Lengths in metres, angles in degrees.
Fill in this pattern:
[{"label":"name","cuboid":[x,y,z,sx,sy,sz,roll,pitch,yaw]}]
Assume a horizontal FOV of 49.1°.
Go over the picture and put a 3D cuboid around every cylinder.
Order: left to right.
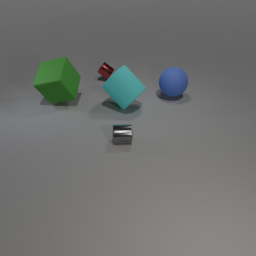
[{"label":"cylinder","cuboid":[-1.237,-3.207,15.659,0.700,0.700,0.700,34,28,-13]},{"label":"cylinder","cuboid":[-0.204,0.224,10.334,0.700,0.700,0.700,-2,31,-4]},{"label":"cylinder","cuboid":[-0.175,-1.778,12.347,1.400,1.400,1.400,46,38,-5]}]

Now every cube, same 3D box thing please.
[{"label":"cube","cuboid":[-3.178,-2.151,12.738,1.400,1.400,1.400,-7,58,20]}]

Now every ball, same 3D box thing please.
[{"label":"ball","cuboid":[2.188,-2.220,13.506,1.400,1.400,1.400,0,31,0]}]
